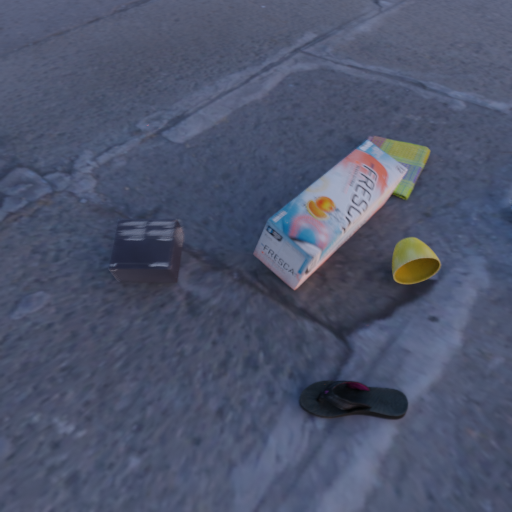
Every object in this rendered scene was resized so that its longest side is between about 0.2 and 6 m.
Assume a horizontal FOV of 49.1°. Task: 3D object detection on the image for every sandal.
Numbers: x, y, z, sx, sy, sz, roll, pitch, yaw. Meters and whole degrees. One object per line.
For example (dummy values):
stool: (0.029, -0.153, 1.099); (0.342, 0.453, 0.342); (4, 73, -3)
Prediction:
sandal: (1.453, 2.086, 8.364); (1.622, 0.388, 0.610); (1, 43, 1)

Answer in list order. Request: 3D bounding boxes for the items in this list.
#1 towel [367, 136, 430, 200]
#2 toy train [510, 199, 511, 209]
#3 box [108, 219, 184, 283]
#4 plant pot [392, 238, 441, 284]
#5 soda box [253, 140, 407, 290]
towel: (3.066, -2.094, 12.916); (1.500, 0.238, 2.089); (18, 47, 17)
toy train: (5.667, -1.083, 11.613); (0.772, 0.441, 0.335); (-7, 46, 12)
box: (-1.989, -0.089, 10.250); (1.139, 0.593, 1.037); (1, 62, 8)
plant pot: (2.812, 0.033, 10.120); (0.849, 0.849, 0.603); (-6, 55, -6)
soda box: (1.490, -0.874, 10.781); (1.077, 1.158, 3.388); (40, 55, 12)
